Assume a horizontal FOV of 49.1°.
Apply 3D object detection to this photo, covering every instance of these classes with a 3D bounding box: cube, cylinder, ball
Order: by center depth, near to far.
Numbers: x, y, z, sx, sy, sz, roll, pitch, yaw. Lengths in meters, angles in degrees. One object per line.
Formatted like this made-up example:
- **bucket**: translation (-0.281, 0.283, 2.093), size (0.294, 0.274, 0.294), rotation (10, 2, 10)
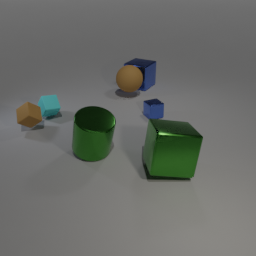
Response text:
- **cube**: translation (1.350, 0.611, 8.887), size (1.400, 1.400, 1.400), rotation (5, 19, -9)
- **cylinder**: translation (-1.207, 0.192, 9.730), size (1.400, 1.400, 1.400), rotation (8, 41, -7)
- **cube**: translation (-4.030, -0.529, 11.422), size (0.700, 0.700, 0.700), rotation (-29, 60, 23)
- **cube**: translation (-3.516, -0.991, 12.491), size (0.700, 0.700, 0.700), rotation (-12, 72, -36)
- **cube**: translation (1.157, -0.856, 12.705), size (0.700, 0.700, 0.700), rotation (-13, 30, -20)
- **ball**: translation (0.072, -2.563, 14.596), size (1.400, 1.400, 1.400), rotation (0, 29, 0)
- **cube**: translation (0.694, -3.094, 16.091), size (1.400, 1.400, 1.400), rotation (15, 32, 26)
